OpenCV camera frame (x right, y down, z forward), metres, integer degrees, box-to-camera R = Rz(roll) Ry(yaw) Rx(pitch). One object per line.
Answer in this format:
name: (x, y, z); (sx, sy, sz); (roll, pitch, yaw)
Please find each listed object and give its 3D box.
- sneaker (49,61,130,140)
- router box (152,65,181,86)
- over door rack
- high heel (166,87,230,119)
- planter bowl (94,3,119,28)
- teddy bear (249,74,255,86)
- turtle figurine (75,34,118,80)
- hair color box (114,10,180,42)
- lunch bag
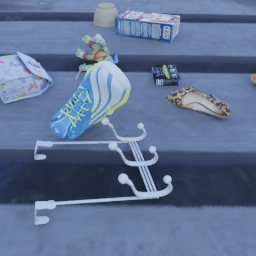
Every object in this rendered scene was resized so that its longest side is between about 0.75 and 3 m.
sneaker: (-0.940, -0.382, 6.293); (1.059, 2.796, 1.469); (41, 66, -6)
router box: (1.271, -1.796, 9.471); (0.813, 0.270, 1.034); (-1, 38, -2)
over door rack: (-0.653, 0.705, 5.819); (2.682, 0.893, 1.981); (-9, 38, -10)
high heel: (1.951, -0.652, 7.734); (1.656, 0.591, 1.180); (2, 31, -12)
planter bowl: (-1.064, -5.624, 13.814); (1.331, 0.896, 1.331); (0, 38, 0)
teddy bear: (4.835, -1.660, 9.041); (1.834, 0.612, 1.330); (-7, 41, -8)
turtle figurine: (-1.375, -2.686, 9.821); (1.765, 1.270, 1.711); (-18, 38, -27)
hair color box: (0.868, -4.628, 12.620); (2.673, 0.809, 1.337); (14, 40, 17)
lunch bag: (-3.299, -1.631, 8.593); (1.562, 0.993, 1.324); (-18, 52, -31)
